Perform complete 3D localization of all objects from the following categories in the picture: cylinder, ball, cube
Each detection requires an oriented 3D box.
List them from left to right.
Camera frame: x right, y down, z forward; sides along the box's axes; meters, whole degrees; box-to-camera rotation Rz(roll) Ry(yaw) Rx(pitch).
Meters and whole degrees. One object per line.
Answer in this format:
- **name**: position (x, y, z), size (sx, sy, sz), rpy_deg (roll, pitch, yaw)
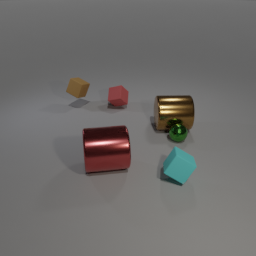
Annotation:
- **cube**: position (-2.315, -1.871, 12.991), size (0.700, 0.700, 0.700), rpy_deg (30, 22, 14)
- **cylinder**: position (-0.701, 0.657, 8.942), size (1.400, 1.400, 1.400), rpy_deg (-4, 29, -8)
- **cube**: position (-0.455, -1.500, 13.176), size (0.700, 0.700, 0.700), rpy_deg (-7, -22, 29)
- **cylinder**: position (1.821, -0.616, 11.311), size (1.400, 1.400, 1.400), rpy_deg (-1, 28, -3)
- **ball**: position (1.900, 0.177, 10.583), size (0.700, 0.700, 0.700), rpy_deg (0, 28, 0)
- **cube**: position (1.541, 1.111, 8.434), size (0.700, 0.700, 0.700), rpy_deg (30, 18, -5)
